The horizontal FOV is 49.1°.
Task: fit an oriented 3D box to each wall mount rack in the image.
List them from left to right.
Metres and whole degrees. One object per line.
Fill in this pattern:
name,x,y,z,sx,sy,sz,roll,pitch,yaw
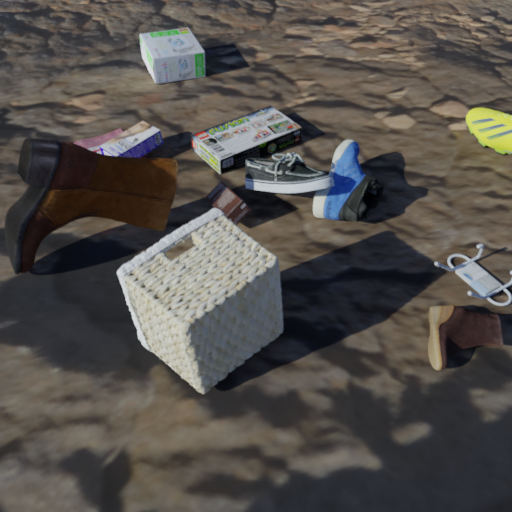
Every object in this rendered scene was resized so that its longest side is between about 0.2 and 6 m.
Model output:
wall mount rack,4.149,0.364,10.687,1.303,0.559,1.500,-22,48,-21

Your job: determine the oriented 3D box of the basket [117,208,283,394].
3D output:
basket,-0.800,0.772,9.106,2.052,2.071,1.666,-35,54,-26

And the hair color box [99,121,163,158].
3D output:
hair color box,-3.027,-2.711,13.646,0.733,0.435,1.341,32,57,33

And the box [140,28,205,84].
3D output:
box,-2.559,-6.094,17.066,1.587,0.870,1.798,-13,47,-15

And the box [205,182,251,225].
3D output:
box,-0.611,-1.122,12.046,0.537,0.402,1.072,-45,40,2

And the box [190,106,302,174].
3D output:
box,-0.230,-2.986,14.181,2.507,0.435,1.380,-26,50,-24

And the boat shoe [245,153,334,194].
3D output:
boat shoe,0.659,-1.829,12.128,0.877,0.811,2.375,-17,19,-37

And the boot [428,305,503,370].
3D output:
boot,3.614,1.421,9.625,1.213,0.528,1.458,8,42,10

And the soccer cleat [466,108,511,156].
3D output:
soccer cleat,6.445,-2.914,13.438,1.061,1.372,3.280,-20,48,-19

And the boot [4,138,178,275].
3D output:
boot,-3.243,-0.829,11.131,3.021,2.844,1.034,4,22,-38

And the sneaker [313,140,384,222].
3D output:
sneaker,2.249,-1.649,12.455,1.315,0.907,2.364,13,50,21

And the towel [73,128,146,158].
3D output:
towel,-3.580,-2.444,13.796,1.417,0.224,1.968,-25,50,-22
